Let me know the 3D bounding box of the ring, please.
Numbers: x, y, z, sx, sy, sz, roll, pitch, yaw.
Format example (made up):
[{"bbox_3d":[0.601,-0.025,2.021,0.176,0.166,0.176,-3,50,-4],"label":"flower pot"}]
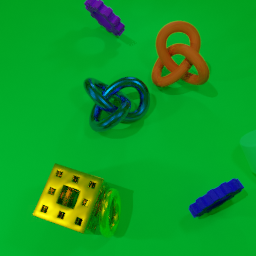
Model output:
[{"bbox_3d":[-0.400,1.948,6.461,0.220,1.102,1.102,1,57,16],"label":"ring"}]

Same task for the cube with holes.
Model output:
[{"bbox_3d":[-1.217,1.666,6.459,1.172,1.172,1.172,16,71,10],"label":"cube with holes"}]

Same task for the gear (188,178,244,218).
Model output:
[{"bbox_3d":[2.034,1.631,6.484,1.321,1.321,0.244,-23,61,-14],"label":"gear"}]

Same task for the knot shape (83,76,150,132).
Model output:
[{"bbox_3d":[-0.453,-0.669,8.120,2.049,0.947,1.917,16,54,5],"label":"knot shape"}]

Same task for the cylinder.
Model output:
[{"bbox_3d":[3.418,0.589,7.107,0.875,0.875,0.875,-32,105,-19],"label":"cylinder"}]

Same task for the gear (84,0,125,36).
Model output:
[{"bbox_3d":[-0.806,-3.866,9.759,1.593,1.593,0.295,39,90,22],"label":"gear"}]

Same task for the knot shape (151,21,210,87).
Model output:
[{"bbox_3d":[1.509,-2.199,8.388,2.018,1.889,0.933,9,21,37],"label":"knot shape"}]
